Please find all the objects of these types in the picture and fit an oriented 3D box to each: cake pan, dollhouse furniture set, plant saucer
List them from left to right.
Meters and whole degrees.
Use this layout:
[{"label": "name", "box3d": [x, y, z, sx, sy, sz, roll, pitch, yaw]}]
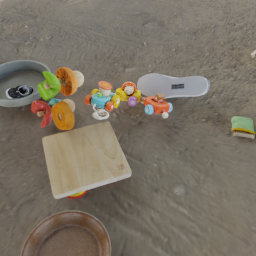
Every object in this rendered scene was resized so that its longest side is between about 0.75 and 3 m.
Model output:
[{"label": "cake pan", "box3d": [-4.239, -1.715, 10.756, 2.617, 0.480, 2.617, 0, 46, 0]}, {"label": "plant saucer", "box3d": [-1.325, 2.753, 6.100, 1.931, 0.353, 1.931, 0, 46, 0]}, {"label": "dollhouse furniture set", "box3d": [4.311, -0.122, 9.049, 1.793, 0.692, 0.896, 10, 46, 9]}]

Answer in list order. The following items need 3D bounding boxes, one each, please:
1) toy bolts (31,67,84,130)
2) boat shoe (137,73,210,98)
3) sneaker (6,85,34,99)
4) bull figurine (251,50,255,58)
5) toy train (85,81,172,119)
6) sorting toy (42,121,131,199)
[{"label": "toy bolts", "box3d": [-1.999, -0.745, 9.002, 1.389, 2.003, 1.913, -22, 76, -41]}, {"label": "boat shoe", "box3d": [1.657, -1.476, 10.299, 2.670, 0.916, 0.756, 6, 0, 25]}, {"label": "sneaker", "box3d": [-3.695, -1.312, 10.019, 0.672, 0.445, 1.180, -8, 11, 29]}, {"label": "bull figurine", "box3d": [6.551, -3.004, 11.782, 1.539, 0.825, 2.535, -27, 51, -24]}, {"label": "toy train", "box3d": [0.024, -0.992, 9.214, 2.759, 0.767, 2.073, -5, 29, -26]}, {"label": "sorting toy", "box3d": [-1.203, 0.958, 7.966, 2.051, 0.718, 2.064, -15, 47, -13]}]
